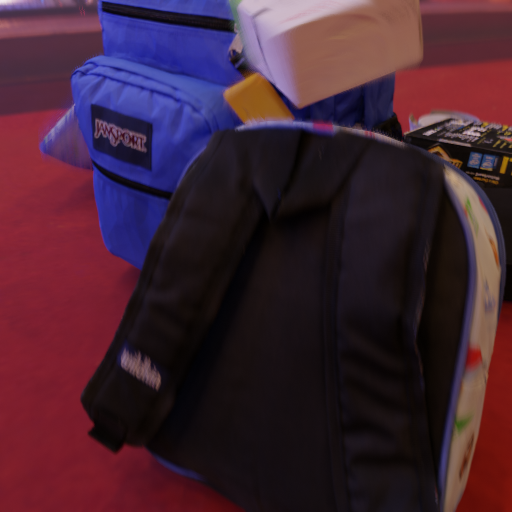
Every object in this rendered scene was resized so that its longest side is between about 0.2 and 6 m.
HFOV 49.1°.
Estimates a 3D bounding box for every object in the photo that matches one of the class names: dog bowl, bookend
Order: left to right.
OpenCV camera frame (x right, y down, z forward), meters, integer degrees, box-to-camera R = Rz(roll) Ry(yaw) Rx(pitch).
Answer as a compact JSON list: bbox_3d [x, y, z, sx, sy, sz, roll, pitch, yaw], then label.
[{"bbox_3d":[4.104,-2.764,12.299,1.520,0.446,1.520,0,32,0],"label":"dog bowl"},{"bbox_3d":[3.615,-0.203,7.296,1.547,0.717,1.557,3,48,21],"label":"bookend"}]

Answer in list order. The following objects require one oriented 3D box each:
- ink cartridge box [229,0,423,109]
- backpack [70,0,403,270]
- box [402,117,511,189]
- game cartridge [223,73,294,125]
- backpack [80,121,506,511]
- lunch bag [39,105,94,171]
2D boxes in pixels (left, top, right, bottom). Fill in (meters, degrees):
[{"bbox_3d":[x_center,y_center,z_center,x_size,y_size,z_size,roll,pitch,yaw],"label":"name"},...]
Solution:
[{"bbox_3d":[0.468,-1.707,4.155,0.983,0.568,1.346,-22,37,-2],"label":"ink cartridge box"},{"bbox_3d":[-0.171,-1.846,6.984,3.600,4.431,3.718,20,37,28],"label":"backpack"},{"bbox_3d":[4.216,-1.613,9.456,2.825,0.873,3.537,18,25,24],"label":"box"},{"bbox_3d":[0.019,-1.254,4.692,0.087,0.474,0.537,-51,24,-26],"label":"game cartridge"},{"bbox_3d":[0.558,0.490,4.558,3.194,3.042,2.461,16,19,24],"label":"backpack"},{"bbox_3d":[-2.649,-2.293,9.626,1.171,1.563,1.838,53,23,4],"label":"lunch bag"}]
